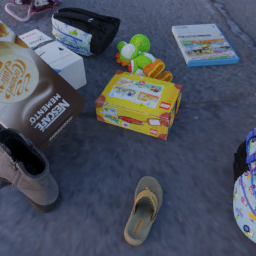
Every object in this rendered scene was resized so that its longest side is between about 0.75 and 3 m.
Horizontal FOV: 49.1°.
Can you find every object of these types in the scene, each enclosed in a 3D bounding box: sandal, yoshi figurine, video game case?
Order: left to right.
[{"bbox_3d":[0.335,1.611,5.735,0.609,0.409,1.516,15,49,13],"label":"sandal"},{"bbox_3d":[0.539,-2.318,8.904,1.276,1.281,2.279,-12,44,-32],"label":"yoshi figurine"},{"bbox_3d":[2.724,-3.074,10.174,1.763,0.219,2.463,-5,47,-5],"label":"video game case"}]

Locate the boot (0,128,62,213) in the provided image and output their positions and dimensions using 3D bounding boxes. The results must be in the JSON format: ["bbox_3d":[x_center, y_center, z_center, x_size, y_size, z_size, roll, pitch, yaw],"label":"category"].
[{"bbox_3d":[-2.371,0.557,5.851,2.519,1.658,0.879,27,53,22],"label":"boot"}]

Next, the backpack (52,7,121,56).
[{"bbox_3d":[-1.614,-3.379,9.696,2.144,1.649,1.749,29,51,1],"label":"backpack"}]

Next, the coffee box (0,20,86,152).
[{"bbox_3d":[-2.626,-0.972,6.492,2.950,1.176,1.687,42,72,-4],"label":"coffee box"}]

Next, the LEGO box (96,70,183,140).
[{"bbox_3d":[0.333,-0.680,7.599,1.959,0.756,1.459,17,50,15],"label":"LEGO box"}]

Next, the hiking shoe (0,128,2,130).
[{"bbox_3d":[-4.119,0.123,6.912,2.223,0.827,0.964,6,50,21],"label":"hiking shoe"}]

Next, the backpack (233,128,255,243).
[{"bbox_3d":[3.062,1.220,5.427,1.935,1.426,2.120,13,50,11],"label":"backpack"}]

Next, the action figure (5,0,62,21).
[{"bbox_3d":[-3.651,-5.560,12.020,1.821,2.024,2.719,38,27,-23],"label":"action figure"}]

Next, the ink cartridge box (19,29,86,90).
[{"bbox_3d":[-2.730,-1.864,8.513,2.407,1.014,1.740,36,57,28],"label":"ink cartridge box"}]
